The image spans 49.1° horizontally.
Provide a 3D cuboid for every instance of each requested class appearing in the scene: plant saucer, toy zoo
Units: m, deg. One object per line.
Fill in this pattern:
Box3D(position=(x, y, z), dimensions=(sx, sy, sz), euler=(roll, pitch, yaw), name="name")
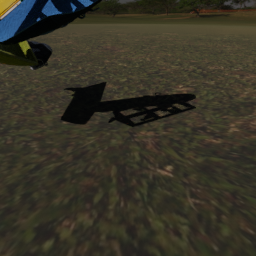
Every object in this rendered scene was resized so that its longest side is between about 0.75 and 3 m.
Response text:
Box3D(position=(-3.821, -2.697, 6.305), dimensions=(0.712, 2.976, 2.972), euler=(-35, -14, 18), name="plant saucer")
Box3D(position=(-1.873, -2.417, 4.936), dimensions=(2.151, 0.220, 1.411), euler=(-43, 28, -5), name="toy zoo")

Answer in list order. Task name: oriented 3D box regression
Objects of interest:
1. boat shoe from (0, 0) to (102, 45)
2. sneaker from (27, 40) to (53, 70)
Box3D(position=(-1.745, -2.815, 6.264), dimensions=(2.986, 1.256, 1.025), euler=(-18, 7, 5), name="boat shoe")
Box3D(position=(-3.199, -2.338, 8.903), dimensions=(1.468, 0.554, 0.836), euler=(6, 59, -8), name="sneaker")
